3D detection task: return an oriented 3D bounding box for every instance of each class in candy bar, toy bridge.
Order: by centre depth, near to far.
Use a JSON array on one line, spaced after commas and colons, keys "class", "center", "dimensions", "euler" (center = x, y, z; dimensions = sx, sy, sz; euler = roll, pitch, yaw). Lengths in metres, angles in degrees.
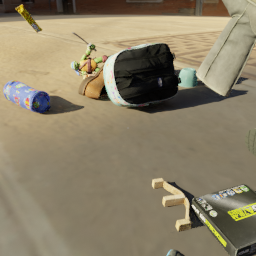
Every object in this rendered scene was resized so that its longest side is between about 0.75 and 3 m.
[{"class": "toy bridge", "center": [0.969, 1.512, 5.854], "dimensions": [0.492, 0.199, 1.465], "euler": [-5, 27, -15]}, {"class": "candy bar", "center": [-3.237, -3.568, 9.260], "dimensions": [0.271, 1.086, 0.120], "euler": [-27, 54, 9]}]

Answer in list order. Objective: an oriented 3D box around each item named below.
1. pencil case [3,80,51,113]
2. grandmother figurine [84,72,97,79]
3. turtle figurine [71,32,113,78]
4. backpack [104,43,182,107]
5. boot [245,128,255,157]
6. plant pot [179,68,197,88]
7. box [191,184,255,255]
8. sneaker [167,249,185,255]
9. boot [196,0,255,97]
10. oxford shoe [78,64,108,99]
[{"class": "pencil case", "center": [-3.763, -1.199, 10.463], "dimensions": [2.126, 0.830, 0.923], "euler": [21, 46, 36]}, {"class": "grandmother figurine", "center": [-1.368, -2.336, 13.061], "dimensions": [1.310, 0.397, 0.795], "euler": [-10, 72, -34]}, {"class": "turtle figurine", "center": [-1.598, -3.085, 13.372], "dimensions": [2.243, 2.313, 1.665], "euler": [-1, 60, -11]}, {"class": "backpack", "center": [0.359, -1.884, 10.350], "dimensions": [2.525, 2.241, 1.901], "euler": [-18, 11, -28]}, {"class": "boot", "center": [4.378, 0.483, 7.439], "dimensions": [2.325, 0.787, 1.519], "euler": [22, 29, 24]}, {"class": "plant pot", "center": [2.769, -2.353, 12.868], "dimensions": [0.911, 0.731, 0.911], "euler": [0, 26, 0]}, {"class": "box", "center": [2.146, 1.700, 5.345], "dimensions": [1.382, 0.328, 1.335], "euler": [-10, 26, -18]}, {"class": "sneaker", "center": [0.856, 2.516, 3.412], "dimensions": [0.844, 0.755, 2.061], "euler": [3, 37, -5]}, {"class": "boot", "center": [2.341, -2.220, 6.808], "dimensions": [0.820, 2.260, 2.055], "euler": [-4, 46, -26]}, {"class": "oxford shoe", "center": [-0.994, -1.958, 12.059], "dimensions": [1.020, 1.021, 2.861], "euler": [25, 40, 8]}]
